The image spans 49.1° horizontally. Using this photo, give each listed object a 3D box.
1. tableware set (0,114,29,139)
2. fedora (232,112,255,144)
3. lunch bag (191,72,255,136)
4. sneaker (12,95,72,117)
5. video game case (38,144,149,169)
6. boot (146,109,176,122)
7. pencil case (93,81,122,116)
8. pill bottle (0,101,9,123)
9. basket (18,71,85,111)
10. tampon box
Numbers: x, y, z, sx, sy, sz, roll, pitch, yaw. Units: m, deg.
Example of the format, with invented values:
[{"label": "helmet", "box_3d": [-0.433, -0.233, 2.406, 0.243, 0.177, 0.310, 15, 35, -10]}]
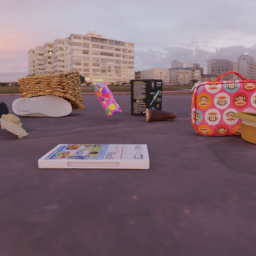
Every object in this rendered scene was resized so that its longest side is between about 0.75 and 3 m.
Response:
[{"label": "tableware set", "box_3d": [-3.950, -0.335, 8.442, 2.068, 0.240, 1.727, 32, 6, -25]}, {"label": "fedora", "box_3d": [3.596, 0.049, 7.307, 1.800, 0.734, 1.800, 7, 11, -1]}, {"label": "lunch bag", "box_3d": [3.056, -0.745, 8.581, 2.181, 1.921, 0.894, 1, 8, 6]}, {"label": "sneaker", "box_3d": [-4.228, -1.024, 14.012, 2.802, 1.070, 1.128, 3, -10, -9]}, {"label": "video game case", "box_3d": [-0.604, 0.557, 5.757, 2.019, 0.182, 1.446, 0, 9, 2]}, {"label": "boot", "box_3d": [1.436, -0.569, 12.091, 1.291, 0.561, 1.552, 0, 5, 10]}, {"label": "pencil case", "box_3d": [-0.906, -1.286, 12.317, 0.698, 1.580, 0.698, -30, 5, 3]}, {"label": "pill bottle", "box_3d": [-5.652, -0.648, 10.822, 1.963, 1.098, 1.098, 3, 9, 22]}, {"label": "basket", "box_3d": [-3.981, -1.699, 14.479, 2.934, 2.185, 2.094, -2, 14, 15]}, {"label": "tampon box", "box_3d": [0.978, -1.630, 14.757, 1.188, 1.883, 1.411, 6, 10, 34]}]
